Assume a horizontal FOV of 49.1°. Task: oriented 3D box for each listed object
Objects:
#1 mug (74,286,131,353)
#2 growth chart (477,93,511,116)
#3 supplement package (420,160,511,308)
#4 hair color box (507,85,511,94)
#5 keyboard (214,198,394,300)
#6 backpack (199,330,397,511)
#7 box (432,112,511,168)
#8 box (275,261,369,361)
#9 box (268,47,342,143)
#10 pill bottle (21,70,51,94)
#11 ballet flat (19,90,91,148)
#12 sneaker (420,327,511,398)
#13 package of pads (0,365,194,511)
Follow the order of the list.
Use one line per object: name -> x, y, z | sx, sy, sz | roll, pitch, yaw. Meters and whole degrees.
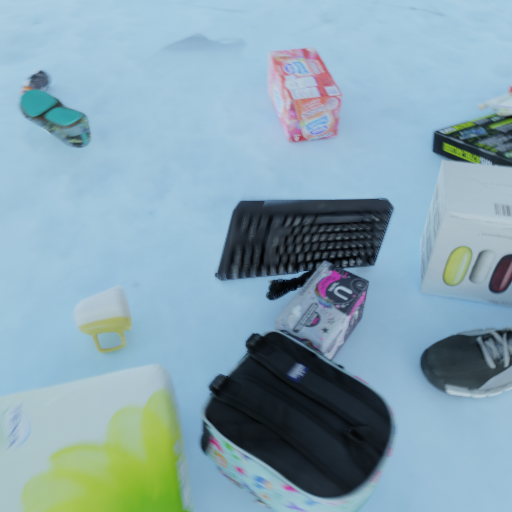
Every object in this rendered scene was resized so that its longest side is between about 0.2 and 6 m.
mug -> -2.421, 0.983, 8.826 | 0.751, 0.733, 0.915 | -14, 55, -5
growth chart -> 6.266, -3.305, 12.586 | 1.735, 0.213, 2.397 | -22, 34, -29
supplement package -> 3.836, -0.344, 9.381 | 1.831, 1.914, 1.408 | 8, 46, 9
hair color box -> 6.969, -3.677, 13.647 | 0.855, 0.493, 1.541 | -16, 46, -16
keyboard -> 0.830, -0.049, 9.162 | 3.096, 1.859, 0.397 | -4, 37, -30
backpack -> 0.563, 2.236, 7.019 | 2.176, 1.638, 1.931 | 24, 45, 24
box -> 5.530, -2.429, 11.979 | 2.488, 0.591, 2.403 | -20, 31, -18
box -> 1.026, 0.985, 8.725 | 0.857, 0.987, 1.494 | 25, 51, 23
box -> 1.087, -3.878, 13.371 | 1.242, 1.146, 2.421 | -8, 46, -8
pill bottle -> -5.664, -4.359, 14.328 | 0.467, 0.467, 0.879 | 8, 46, 8
ballet flat -> -4.604, -3.067, 12.808 | 0.922, 0.922, 2.484 | -32, 47, -28
sneaker -> 3.955, 1.089, 8.092 | 3.019, 1.743, 1.133 | -5, 46, -5
package of pads -> -2.408, 2.776, 6.877 | 3.128, 1.067, 2.417 | -11, 47, -7
